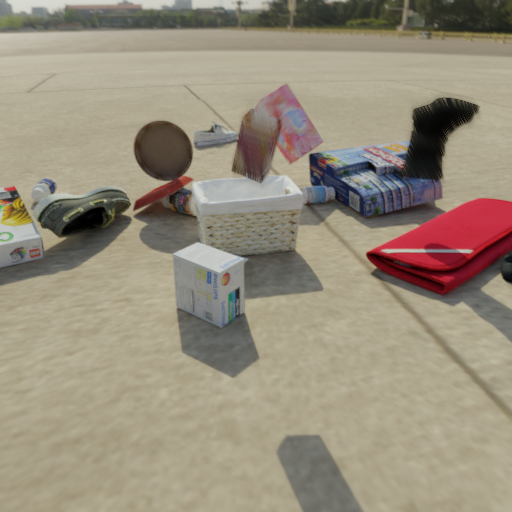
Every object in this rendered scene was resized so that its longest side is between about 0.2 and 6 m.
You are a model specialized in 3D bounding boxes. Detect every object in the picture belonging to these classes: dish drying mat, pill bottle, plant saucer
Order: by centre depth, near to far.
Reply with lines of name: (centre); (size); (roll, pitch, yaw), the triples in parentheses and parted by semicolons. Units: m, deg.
dish drying mat: (4.193, -0.421, 11.242); (4.549, 0.414, 1.747); (-24, 33, -40)
plant saucer: (-2.086, -2.389, 12.711); (1.382, 1.382, 0.222); (3, 23, 7)
pill bottle: (-1.651, -1.267, 12.821); (1.018, 0.592, 0.592); (14, 29, 34)
plant saucer: (-2.178, -1.490, 12.973); (1.185, 0.218, 1.187); (-19, 15, 28)
pill bottle: (1.489, -1.472, 13.468); (0.749, 0.408, 0.408); (-5, 26, -12)
pill bottle: (-5.205, -1.600, 13.701); (0.437, 0.437, 0.787); (0, 26, 1)

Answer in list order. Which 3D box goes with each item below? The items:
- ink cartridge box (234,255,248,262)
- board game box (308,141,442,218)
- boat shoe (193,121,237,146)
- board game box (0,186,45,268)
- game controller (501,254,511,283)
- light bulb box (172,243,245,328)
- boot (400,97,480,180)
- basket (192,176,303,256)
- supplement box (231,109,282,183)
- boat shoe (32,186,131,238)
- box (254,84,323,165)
ink cartridge box: (-0.565, 0.302, 9.851); (0.528, 0.311, 0.917); (13, 29, 26)
board game box: (3.183, -2.073, 13.904); (2.818, 0.870, 2.819); (-15, 29, -17)
boat shoe: (-1.362, -4.156, 18.730); (1.682, 0.717, 0.621); (-16, 30, -29)
board game box: (-5.919, -0.338, 10.446); (3.288, 0.569, 2.076); (-16, 42, -29)
game controller: (5.202, 0.324, 9.910); (1.614, 0.340, 0.842); (9, 42, 20)
light bulb box: (-0.735, 0.439, 8.779); (0.996, 0.987, 0.621); (20, 33, 33)
boot: (3.318, -2.059, 10.205); (0.689, 1.368, 1.830); (10, 3, -10)
basket: (-0.187, -0.777, 11.052); (1.996, 1.231, 1.353); (-7, 27, -11)
supplement box: (0.003, -1.517, 7.743); (0.476, 0.864, 0.370); (22, 38, 9)
boat shoe: (-3.486, -0.894, 11.810); (0.749, 0.895, 2.505); (44, 28, 13)
box: (0.818, -3.360, 14.397); (0.835, 1.765, 0.906); (-35, 5, -13)
